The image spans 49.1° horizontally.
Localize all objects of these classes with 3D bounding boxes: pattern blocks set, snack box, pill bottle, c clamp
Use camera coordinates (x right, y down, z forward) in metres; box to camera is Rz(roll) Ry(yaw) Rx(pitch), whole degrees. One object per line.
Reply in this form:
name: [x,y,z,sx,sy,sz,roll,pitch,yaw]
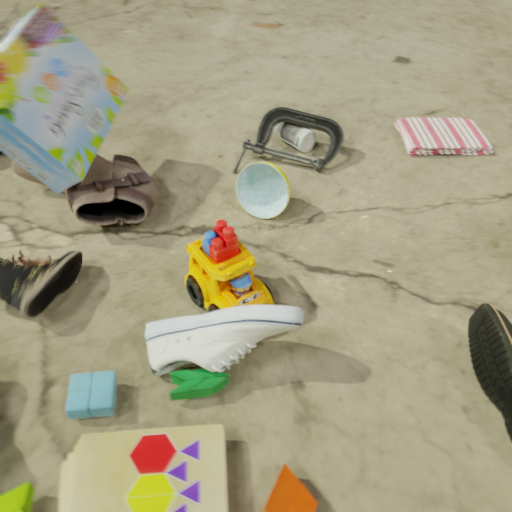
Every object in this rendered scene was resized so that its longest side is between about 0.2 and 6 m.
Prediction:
pattern blocks set: [-1.257,3.141,6.351,3.880,0.358,4.414,2,42,3]
snack box: [-3.747,-2.836,10.132,0.896,2.232,2.647,-17,44,36]
pill bottle: [0.853,-2.774,12.703,0.542,0.542,0.959,-31,51,-29]
c clamp: [0.755,-2.372,12.177,2.167,0.294,1.851,11,70,9]

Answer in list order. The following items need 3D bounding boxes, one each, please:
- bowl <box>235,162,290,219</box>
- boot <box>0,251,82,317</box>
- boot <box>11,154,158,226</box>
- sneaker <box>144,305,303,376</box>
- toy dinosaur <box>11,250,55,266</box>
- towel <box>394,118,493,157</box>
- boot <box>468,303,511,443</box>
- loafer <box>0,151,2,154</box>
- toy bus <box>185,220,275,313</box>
bowl: [0.217,-1.322,10.840,1.105,1.105,0.595,18,26,18]
boot: [-3.715,0.279,9.143,1.225,0.595,1.627,16,37,9]
boot: [-3.308,-1.333,10.712,2.803,0.985,2.049,-3,37,-11]
sneaker: [-0.445,1.221,7.939,2.373,0.867,0.840,-12,75,18]
toy dinosaur: [-3.917,0.228,9.538,0.866,0.587,0.372,-28,28,21]
towel: [4.284,-2.742,12.907,1.934,0.289,1.415,0,42,-4]
boot: [4.062,1.717,7.665,1.642,0.920,2.374,-3,55,-10]
loafer: [-5.651,-2.824,12.364,1.159,1.167,3.207,32,53,25]
toy bus: [-0.410,0.245,8.722,1.047,1.480,1.542,-24,49,-26]
